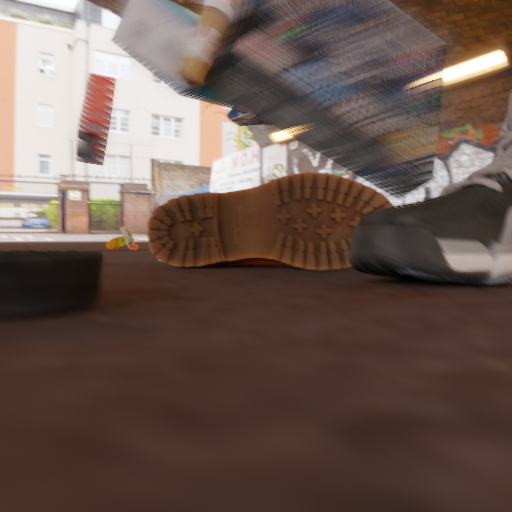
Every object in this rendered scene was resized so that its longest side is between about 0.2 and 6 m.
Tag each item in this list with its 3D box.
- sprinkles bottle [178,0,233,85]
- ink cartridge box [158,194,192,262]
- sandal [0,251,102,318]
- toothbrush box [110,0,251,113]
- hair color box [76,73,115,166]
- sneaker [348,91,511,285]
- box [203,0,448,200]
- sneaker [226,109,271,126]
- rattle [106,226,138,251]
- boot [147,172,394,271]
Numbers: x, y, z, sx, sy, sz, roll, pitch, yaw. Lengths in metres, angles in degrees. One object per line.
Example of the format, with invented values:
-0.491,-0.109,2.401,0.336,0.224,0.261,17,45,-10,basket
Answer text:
-0.610,-2.605,6.796,0.340,0.997,0.340,22,3,-1,sprinkles bottle
-0.663,-0.395,8.197,0.934,0.939,1.279,1,3,34,ink cartridge box
-2.117,-0.073,2.242,2.892,0.692,1.087,-1,2,-27,sandal
-0.922,-3.229,9.005,1.612,0.939,2.202,41,24,17,toothbrush box
-3.327,-2.847,11.642,0.551,1.800,0.914,9,-37,-14,hair color box
2.004,-0.726,4.583,3.188,1.841,1.196,-1,2,-35,sneaker
1.209,-2.853,8.230,3.540,2.814,0.814,25,-29,-21,box
0.579,-3.179,12.407,1.440,1.230,3.268,44,-20,-27,sneaker
-3.538,-0.310,14.654,0.781,0.712,1.093,-12,31,-14,rattle
0.282,-0.317,6.449,2.688,1.008,1.441,0,-4,16,boot
